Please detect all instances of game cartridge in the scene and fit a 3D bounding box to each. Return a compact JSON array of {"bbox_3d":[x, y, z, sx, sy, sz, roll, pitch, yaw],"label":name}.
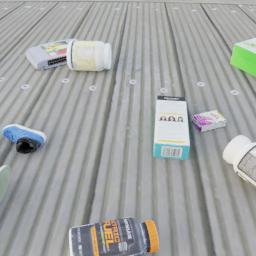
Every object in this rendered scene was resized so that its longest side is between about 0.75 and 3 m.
[{"bbox_3d":[-3.453,-3.733,13.887,2.848,0.582,1.896,-22,40,-25],"label":"game cartridge"}]

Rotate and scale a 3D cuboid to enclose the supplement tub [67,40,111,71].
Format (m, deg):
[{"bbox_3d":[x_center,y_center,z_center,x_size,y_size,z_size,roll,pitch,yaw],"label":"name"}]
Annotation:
[{"bbox_3d":[-1.716,-3.249,12.638,1.820,1.319,1.319,2,39,3],"label":"supplement tub"}]

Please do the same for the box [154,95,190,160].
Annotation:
[{"bbox_3d":[1.426,-0.111,9.353,1.068,0.638,2.595,4,40,5],"label":"box"}]

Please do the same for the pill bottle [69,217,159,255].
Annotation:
[{"bbox_3d":[-0.280,2.461,5.983,1.824,0.969,0.969,-8,40,-10],"label":"pill bottle"}]

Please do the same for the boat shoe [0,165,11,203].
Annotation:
[{"bbox_3d":[-3.812,1.953,6.528,0.874,1.035,2.902,11,43,8],"label":"boat shoe"}]

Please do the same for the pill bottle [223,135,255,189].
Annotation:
[{"bbox_3d":[3.592,1.062,7.584,1.091,1.091,1.875,-22,45,-24],"label":"pill bottle"}]

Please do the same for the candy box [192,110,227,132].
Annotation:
[{"bbox_3d":[2.834,-0.259,9.805,0.980,0.299,0.669,-12,40,-15],"label":"candy box"}]

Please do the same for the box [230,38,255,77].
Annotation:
[{"bbox_3d":[6.273,-3.235,12.817,1.942,1.064,2.201,-21,44,-24],"label":"box"}]

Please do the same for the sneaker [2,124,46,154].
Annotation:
[{"bbox_3d":[-3.436,0.371,8.825,1.479,0.568,0.823,14,32,6],"label":"sneaker"}]
